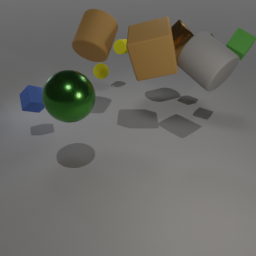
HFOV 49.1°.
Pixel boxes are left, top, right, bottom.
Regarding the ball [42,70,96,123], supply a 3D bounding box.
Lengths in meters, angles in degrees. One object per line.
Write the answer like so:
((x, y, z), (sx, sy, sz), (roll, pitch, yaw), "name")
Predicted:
((-1.568, -0.839, 7.492), (1.400, 1.400, 1.400), (0, 30, 0), "ball")

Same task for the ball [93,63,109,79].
((-1.205, -2.548, 12.553), (0.700, 0.700, 0.700), (0, 30, 0), "ball")

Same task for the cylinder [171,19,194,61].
((2.171, -3.687, 12.169), (1.400, 1.400, 1.400), (40, 23, -21), "cylinder")

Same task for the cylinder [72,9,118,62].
((-1.228, -3.449, 10.553), (1.400, 1.400, 1.400), (12, 74, 19), "cylinder")

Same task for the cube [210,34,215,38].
((3.408, -3.339, 11.534), (0.700, 0.700, 0.700), (52, 25, 5), "cube")

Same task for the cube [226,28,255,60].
((3.895, -2.911, 9.751), (0.700, 0.700, 0.700), (36, 6, 12), "cube")

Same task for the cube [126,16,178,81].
((0.824, -2.636, 9.359), (1.400, 1.400, 1.400), (-9, 43, 13), "cube")

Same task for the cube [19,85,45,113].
((-3.404, -1.039, 10.138), (0.700, 0.700, 0.700), (6, 60, -47), "cube")

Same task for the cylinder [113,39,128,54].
((-0.271, -4.059, 13.984), (0.700, 0.700, 0.700), (13, 23, 22), "cylinder")

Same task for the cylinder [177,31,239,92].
((2.565, -2.141, 9.064), (1.400, 1.400, 1.400), (-26, 63, -37), "cylinder")
